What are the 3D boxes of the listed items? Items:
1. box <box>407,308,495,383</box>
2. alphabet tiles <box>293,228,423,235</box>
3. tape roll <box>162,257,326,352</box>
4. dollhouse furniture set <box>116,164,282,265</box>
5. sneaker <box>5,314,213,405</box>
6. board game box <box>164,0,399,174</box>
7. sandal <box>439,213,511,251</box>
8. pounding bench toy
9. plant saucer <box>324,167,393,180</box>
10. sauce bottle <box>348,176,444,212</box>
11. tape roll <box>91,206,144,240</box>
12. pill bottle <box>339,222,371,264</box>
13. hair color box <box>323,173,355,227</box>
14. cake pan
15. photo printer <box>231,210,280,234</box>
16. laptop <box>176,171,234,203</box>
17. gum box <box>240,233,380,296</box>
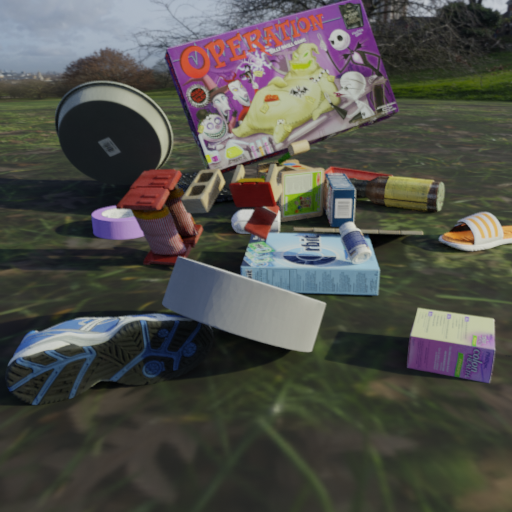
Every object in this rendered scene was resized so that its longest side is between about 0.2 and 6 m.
[{"bbox_3d":[2.302,1.031,6.604,0.909,0.440,0.800,6,21,20],"label":"box"},{"bbox_3d":[1.830,-0.458,10.481,2.224,0.084,1.859,3,3,7],"label":"alphabet tiles"},{"bbox_3d":[-0.138,0.554,6.554,1.824,0.603,1.824,17,-2,1],"label":"tape roll"},{"bbox_3d":[-0.801,-0.606,9.044,2.499,1.345,1.016,2,44,24],"label":"dollhouse furniture set"},{"bbox_3d":[-1.578,0.954,6.229,2.207,0.835,0.850,-5,24,-17],"label":"sneaker"},{"bbox_3d":[0.645,-3.772,12.416,4.654,2.793,0.752,-21,-1,-13],"label":"board game box"},{"bbox_3d":[4.447,-0.557,10.754,2.148,0.615,0.823,-8,21,-21],"label":"sandal"},{"bbox_3d":[0.714,-1.820,12.616,1.074,1.728,1.348,-11,23,-25],"label":"pounding bench toy"},{"bbox_3d":[2.643,-1.964,14.976,1.777,0.327,1.780,11,21,17],"label":"plant saucer"},{"bbox_3d":[3.249,-1.532,13.305,2.283,0.739,0.739,12,23,28],"label":"sauce bottle"},{"bbox_3d":[-2.726,-0.700,11.489,1.222,0.401,1.222,-1,20,0],"label":"tape roll"},{"bbox_3d":[1.471,-0.201,8.423,0.333,0.333,0.600,-7,56,-19],"label":"pill bottle"},{"bbox_3d":[1.811,-1.257,12.364,0.509,0.842,1.683,1,19,2],"label":"hair color box"},{"bbox_3d":[-2.406,-1.949,9.390,1.977,1.977,0.363,1,47,2],"label":"cake pan"},{"bbox_3d":[-0.007,-0.709,11.578,0.998,0.347,0.830,0,21,2],"label":"photo printer"},{"bbox_3d":[-1.977,-2.606,14.507,3.779,1.952,3.349,-9,22,-23],"label":"laptop"},{"bbox_3d":[0.869,0.092,9.183,2.078,0.463,1.765,2,20,5],"label":"gum box"}]
